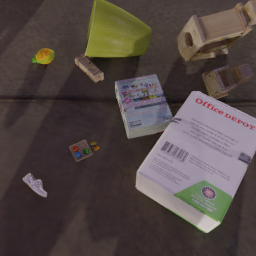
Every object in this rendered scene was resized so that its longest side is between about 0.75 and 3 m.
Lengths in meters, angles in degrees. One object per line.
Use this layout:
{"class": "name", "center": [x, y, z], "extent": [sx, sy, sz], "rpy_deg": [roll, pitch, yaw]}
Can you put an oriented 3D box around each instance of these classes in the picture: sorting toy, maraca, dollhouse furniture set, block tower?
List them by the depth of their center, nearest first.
{"class": "sorting toy", "center": [-1.256, 0.587, 8.101], "extent": [0.774, 0.104, 0.577], "rpy_deg": [-26, 62, -15]}
{"class": "dollhouse furniture set", "center": [3.637, -2.560, 9.549], "extent": [2.982, 1.658, 2.638], "rpy_deg": [-18, 85, -11]}
{"class": "block tower", "center": [-1.341, -2.053, 9.577], "extent": [0.355, 0.332, 1.229], "rpy_deg": [-38, 65, -20]}
{"class": "maraca", "center": [-2.968, -2.499, 9.789], "extent": [0.925, 0.495, 0.634], "rpy_deg": [4, 54, 29]}

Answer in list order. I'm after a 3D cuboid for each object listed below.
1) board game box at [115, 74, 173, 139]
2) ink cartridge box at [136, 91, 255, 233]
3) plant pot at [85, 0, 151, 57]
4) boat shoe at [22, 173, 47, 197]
{"class": "board game box", "center": [0.449, -0.700, 8.608], "extent": [1.357, 0.591, 1.839], "rpy_deg": [-11, 61, -7]}
{"class": "ink cartridge box", "center": [1.883, 0.764, 7.316], "extent": [2.154, 1.244, 2.960], "rpy_deg": [30, 63, 17]}
{"class": "plant pot", "center": [-0.310, -3.190, 9.573], "extent": [2.021, 1.891, 1.891], "rpy_deg": [10, 58, -14]}
{"class": "boat shoe", "center": [-2.381, 1.472, 7.304], "extent": [0.857, 0.303, 0.297], "rpy_deg": [33, 74, 22]}
